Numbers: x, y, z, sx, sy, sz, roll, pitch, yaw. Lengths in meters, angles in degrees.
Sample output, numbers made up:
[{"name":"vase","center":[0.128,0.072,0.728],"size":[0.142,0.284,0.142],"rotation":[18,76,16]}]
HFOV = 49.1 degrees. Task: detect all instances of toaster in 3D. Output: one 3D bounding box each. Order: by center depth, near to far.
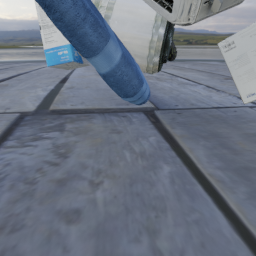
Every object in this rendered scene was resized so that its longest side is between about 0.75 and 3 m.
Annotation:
[{"name":"toaster","center":[0.687,-2.036,3.436],"size":[1.079,0.949,1.671],"rotation":[-34,68,-19]}]

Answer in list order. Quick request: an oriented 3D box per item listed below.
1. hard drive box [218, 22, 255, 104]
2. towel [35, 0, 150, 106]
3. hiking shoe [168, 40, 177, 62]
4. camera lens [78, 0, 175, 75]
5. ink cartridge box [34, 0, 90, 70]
[{"name":"hard drive box","center":[3.322,-1.683,7.075],"size":[0.678,1.766,1.377],"rotation":[-24,1,-44]},{"name":"towel","center":[-0.543,-1.410,4.427],"size":[0.589,2.427,1.355],"rotation":[-34,37,12]},{"name":"hiking shoe","center":[1.234,-3.211,10.814],"size":[0.989,1.965,0.744],"rotation":[-29,52,7]},{"name":"camera lens","center":[-0.006,-3.046,8.983],"size":[2.836,2.268,2.268],"rotation":[13,19,7]},{"name":"ink cartridge box","center":[-2.282,-3.635,9.795],"size":[1.004,2.959,1.716],"rotation":[-9,6,13]}]
